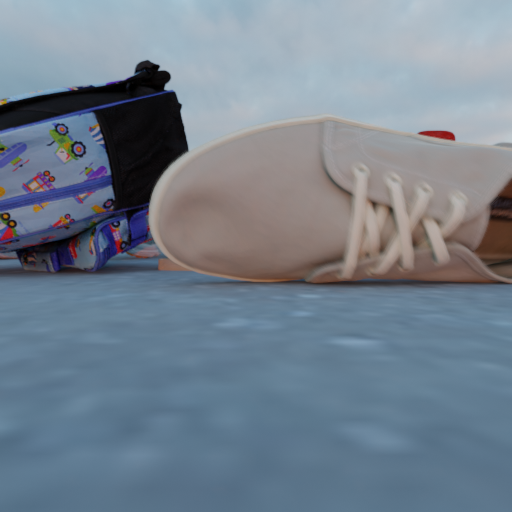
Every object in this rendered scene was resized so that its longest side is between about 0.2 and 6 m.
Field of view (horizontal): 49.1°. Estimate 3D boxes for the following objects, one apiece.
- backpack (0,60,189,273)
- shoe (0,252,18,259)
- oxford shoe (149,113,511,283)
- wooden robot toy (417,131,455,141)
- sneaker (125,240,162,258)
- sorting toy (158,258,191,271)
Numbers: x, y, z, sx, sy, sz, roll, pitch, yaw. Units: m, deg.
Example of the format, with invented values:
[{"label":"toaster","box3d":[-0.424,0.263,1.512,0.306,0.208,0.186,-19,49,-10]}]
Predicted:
[{"label":"backpack","box3d":[-2.004,-0.660,5.148,2.200,1.622,2.410,1,23,40]},{"label":"shoe","box3d":[-4.059,-0.385,7.119,1.263,0.992,2.776,0,-3,39]},{"label":"oxford shoe","box3d":[0.899,-0.302,3.880,3.237,1.217,0.935,1,22,-9]},{"label":"wooden robot toy","box3d":[1.243,-0.463,5.537,3.284,1.447,1.490,1,14,24]},{"label":"sneaker","box3d":[-1.073,-0.869,8.052,1.442,1.187,3.136,-48,-18,22]},{"label":"sorting toy","box3d":[-0.201,-0.089,5.762,1.214,0.425,1.221,1,3,16]}]
